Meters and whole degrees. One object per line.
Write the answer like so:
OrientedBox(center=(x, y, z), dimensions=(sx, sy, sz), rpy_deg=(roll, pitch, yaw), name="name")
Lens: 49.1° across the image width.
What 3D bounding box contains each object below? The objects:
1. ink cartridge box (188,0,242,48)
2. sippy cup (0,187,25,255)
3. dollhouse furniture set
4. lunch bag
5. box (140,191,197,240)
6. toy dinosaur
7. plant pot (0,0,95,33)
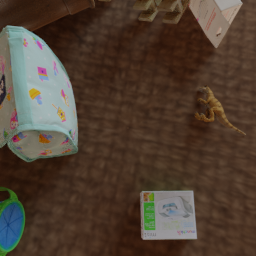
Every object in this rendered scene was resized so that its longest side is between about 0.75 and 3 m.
OrientedBox(center=(2.449, -3.495, 7.991), dimensions=(0.697, 1.202, 2.064), rpy_deg=(-23, 76, -7), name="ink cartridge box")
OrientedBox(center=(-3.164, 2.211, 6.424), dimensions=(1.105, 1.184, 1.508), rpy_deg=(-2, 31, 10), name="sippy cup")
OrientedBox(center=(0.375, -4.567, 7.725), dimensions=(2.772, 2.430, 1.841), rpy_deg=(22, 74, 34), name="dollhouse furniture set")
OrientedBox(center=(-2.120, -0.609, 6.354), dimensions=(1.655, 2.714, 2.312), rpy_deg=(-10, 75, -3), name="lunch bag")
OrientedBox(center=(0.927, 2.074, 6.683), dimensions=(1.234, 0.597, 1.089), rpy_deg=(0, 72, -1), name="box")
OrientedBox(center=(2.349, -0.405, 7.443), dimensions=(0.934, 0.531, 1.759), rpy_deg=(-27, 76, -9), name="toy dinosaur")
OrientedBox(center=(-2.784, -3.842, 7.457), dimensions=(2.790, 2.818, 2.818), rpy_deg=(-32, 76, 0), name="plant pot")
